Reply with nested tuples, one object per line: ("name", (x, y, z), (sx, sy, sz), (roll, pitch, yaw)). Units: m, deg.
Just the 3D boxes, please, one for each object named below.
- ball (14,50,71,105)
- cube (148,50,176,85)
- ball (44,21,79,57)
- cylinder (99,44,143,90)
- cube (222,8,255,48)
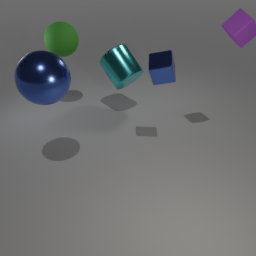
("ball", (-2.196, -1.291, 7.272), (1.400, 1.400, 1.400), (0, 30, 0))
("cube", (1.040, -1.820, 8.490), (0.700, 0.700, 0.700), (-6, 56, 16))
("ball", (-2.756, -3.673, 11.622), (1.400, 1.400, 1.400), (0, 30, 0))
("cylinder", (-0.285, -2.609, 12.047), (1.400, 1.400, 1.400), (-30, 85, -41))
("cube", (3.455, -3.053, 8.583), (0.700, 0.700, 0.700), (25, 32, -46))
